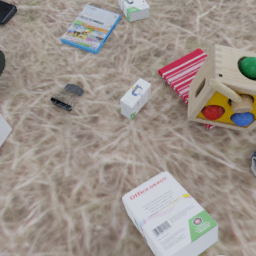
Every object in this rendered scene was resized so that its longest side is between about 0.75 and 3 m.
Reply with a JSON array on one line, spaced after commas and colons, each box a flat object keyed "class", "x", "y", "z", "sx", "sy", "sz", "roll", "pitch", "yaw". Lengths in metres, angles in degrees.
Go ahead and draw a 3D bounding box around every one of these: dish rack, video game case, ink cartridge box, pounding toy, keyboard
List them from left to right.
[{"class": "keyboard", "x": -5.991, "y": -5.315, "z": 12.114, "sx": 2.522, "sy": 0.324, "sz": 1.514, "roll": 24, "pitch": 71, "yaw": 12}, {"class": "dish rack", "x": -2.090, "y": -1.144, "z": 9.859, "sx": 0.846, "sy": 0.301, "sz": 1.103, "roll": 25, "pitch": 64, "yaw": 12}, {"class": "video game case", "x": -1.487, "y": -4.099, "z": 11.506, "sx": 1.620, "sy": 0.201, "sz": 2.263, "roll": 22, "pitch": 64, "yaw": 11}, {"class": "ink cartridge box", "x": 0.236, "y": -5.203, "z": 11.906, "sx": 0.925, "sy": 0.533, "sz": 1.268, "roll": -21, "pitch": 64, "yaw": -11}, {"class": "ink cartridge box", "x": 0.264, "y": -0.975, "z": 9.455, "sx": 0.504, "sy": 0.837, "sz": 1.152, "roll": 34, "pitch": 67, "yaw": 17}, {"class": "ink cartridge box", "x": 1.024, "y": 2.329, "z": 7.234, "sx": 1.512, "sy": 0.877, "sz": 2.088, "roll": -27, "pitch": 40, "yaw": -15}, {"class": "pounding toy", "x": 2.966, "y": -1.014, "z": 7.976, "sx": 2.457, "sy": 2.669, "sz": 1.897, "roll": 11, "pitch": 63, "yaw": -4}]

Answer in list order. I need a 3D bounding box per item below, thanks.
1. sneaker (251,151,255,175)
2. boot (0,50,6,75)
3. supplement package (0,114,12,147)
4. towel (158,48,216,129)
[{"class": "sneaker", "x": 4.672, "y": 1.219, "z": 8.220, "sx": 2.067, "sy": 0.786, "sz": 1.494, "roll": 36, "pitch": 56, "yaw": 28}, {"class": "boot", "x": -5.584, "y": -1.988, "z": 10.083, "sx": 1.537, "sy": 0.797, "sz": 2.353, "roll": 9, "pitch": 60, "yaw": 12}, {"class": "supplement package", "x": -5.288, "y": -0.053, "z": 8.379, "sx": 2.415, "sy": 1.833, "sz": 1.820, "roll": 20, "pitch": 63, "yaw": 10}, {"class": "towel", "x": 2.700, "y": -1.514, "z": 10.035, "sx": 2.129, "sy": 0.331, "sz": 2.944, "roll": -30, "pitch": 68, "yaw": -17}]
